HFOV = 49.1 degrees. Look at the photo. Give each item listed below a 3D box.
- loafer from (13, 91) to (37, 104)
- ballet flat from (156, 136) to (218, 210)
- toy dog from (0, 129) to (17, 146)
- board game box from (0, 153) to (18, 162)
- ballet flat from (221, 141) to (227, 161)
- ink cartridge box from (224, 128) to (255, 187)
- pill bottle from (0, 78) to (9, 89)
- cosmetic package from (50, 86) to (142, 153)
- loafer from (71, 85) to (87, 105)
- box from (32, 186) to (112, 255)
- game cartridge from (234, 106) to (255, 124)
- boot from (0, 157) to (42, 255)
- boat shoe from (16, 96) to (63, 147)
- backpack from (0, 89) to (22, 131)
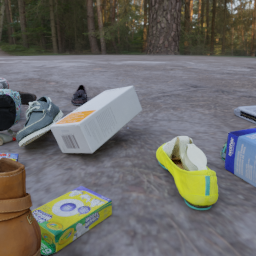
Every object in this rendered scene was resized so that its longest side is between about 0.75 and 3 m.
[{"bbox_3d":[-4.819,-1.338,12.502,1.653,0.604,0.587,10,10,10],"label":"loafer"},{"bbox_3d":[1.180,0.649,5.772,0.853,0.856,2.552,-2,18,-6],"label":"ballet flat"},{"bbox_3d":[-3.389,0.189,7.876,0.582,0.425,0.882,12,21,32],"label":"toy dog"},{"bbox_3d":[-2.849,0.886,5.752,0.994,0.253,1.468,5,16,-17],"label":"board game box"},{"bbox_3d":[3.041,0.445,6.888,1.648,0.612,0.612,-8,20,-23],"label":"ballet flat"},{"bbox_3d":[3.216,0.644,5.700,1.709,0.956,2.505,-7,17,-21],"label":"ink cartridge box"},{"bbox_3d":[-6.663,-2.014,13.991,0.827,0.827,1.452,2,18,6],"label":"pill bottle"},{"bbox_3d":[-0.746,-0.263,7.340,1.149,0.807,2.265,-4,26,39],"label":"cosmetic package"},{"bbox_3d":[-2.213,-1.519,12.785,0.723,0.633,2.011,-2,18,-5],"label":"loafer"},{"bbox_3d":[-0.977,1.392,4.374,0.783,0.323,1.334,13,24,36],"label":"box"},{"bbox_3d":[4.859,-0.422,9.908,1.261,0.387,1.895,-9,20,-14],"label":"game cartridge"},{"bbox_3d":[-1.999,1.065,3.248,2.082,1.617,0.798,6,19,17],"label":"boot"},{"bbox_3d":[-2.621,-0.290,7.986,1.074,0.911,2.950,-30,14,6],"label":"boat shoe"},{"bbox_3d":[-3.464,-0.579,7.903,0.866,1.141,1.368,8,18,-20],"label":"backpack"}]
